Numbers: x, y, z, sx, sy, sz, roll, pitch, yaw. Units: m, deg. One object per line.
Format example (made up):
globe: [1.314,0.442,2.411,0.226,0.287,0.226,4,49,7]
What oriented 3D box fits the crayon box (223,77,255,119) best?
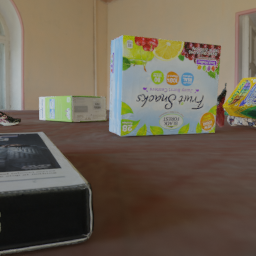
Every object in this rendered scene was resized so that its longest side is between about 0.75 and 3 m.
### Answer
crayon box: [3.657,-0.890,8.201,0.496,1.210,1.925,42,-9,-22]

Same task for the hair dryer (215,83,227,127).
hair dryer: [2.689,-0.665,8.011,0.354,1.301,0.991,9,8,44]

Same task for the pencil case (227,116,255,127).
pencil case: [3.601,-0.262,8.674,0.435,0.500,1.118,-2,3,-22]

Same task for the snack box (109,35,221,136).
snack box: [0.857,-0.907,6.453,2.480,2.091,0.839,-1,8,-21]

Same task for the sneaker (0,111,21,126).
sneaker: [-4.196,-0.323,9.418,1.101,0.475,0.442,-1,6,-19]

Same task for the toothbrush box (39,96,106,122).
toothbrush box: [-2.402,-0.833,12.082,2.495,1.074,1.817,2,5,45]

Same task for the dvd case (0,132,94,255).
dvd case: [-1.599,0.315,2.220,2.058,0.339,2.738,-1,5,-21]
